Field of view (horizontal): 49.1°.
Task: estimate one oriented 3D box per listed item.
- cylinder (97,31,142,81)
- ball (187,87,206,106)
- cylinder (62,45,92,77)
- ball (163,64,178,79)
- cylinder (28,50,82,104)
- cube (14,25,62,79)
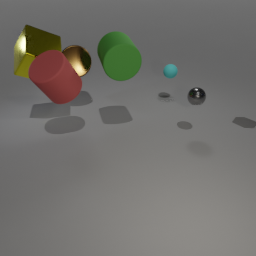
[{"bbox_3d":[-0.343,-2.656,10.318,1.400,1.400,1.400,-7,37,-12],"label":"cylinder"},{"bbox_3d":[2.622,-1.199,10.698,0.700,0.700,0.700,0,29,0],"label":"ball"},{"bbox_3d":[-2.474,-3.034,12.880,1.400,1.400,1.400,-9,14,-15],"label":"cylinder"},{"bbox_3d":[2.103,-2.808,13.882,0.700,0.700,0.700,0,29,0],"label":"ball"},{"bbox_3d":[-2.550,-1.786,9.972,1.400,1.400,1.400,-8,61,15],"label":"cylinder"},{"bbox_3d":[-3.501,-2.822,10.866,1.400,1.400,1.400,10,60,-37],"label":"cube"}]
